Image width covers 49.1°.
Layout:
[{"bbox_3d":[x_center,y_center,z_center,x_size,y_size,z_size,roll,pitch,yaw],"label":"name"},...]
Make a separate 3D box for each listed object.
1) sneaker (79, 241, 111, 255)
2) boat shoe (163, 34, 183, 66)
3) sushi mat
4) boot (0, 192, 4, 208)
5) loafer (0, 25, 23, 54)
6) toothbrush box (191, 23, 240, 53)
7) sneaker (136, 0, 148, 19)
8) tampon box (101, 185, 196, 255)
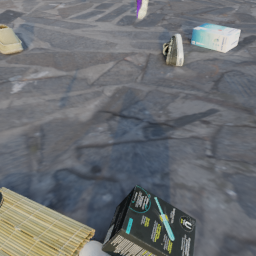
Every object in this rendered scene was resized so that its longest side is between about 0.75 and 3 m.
[{"bbox_3d":[-0.238,2.388,4.243,0.722,0.761,1.891,-21,38,-23],"label":"sneaker"},{"bbox_3d":[1.985,-3.589,12.593,0.794,0.882,2.494,3,37,2],"label":"boat shoe"},{"bbox_3d":[-1.993,1.879,5.172,2.655,0.161,1.270,12,38,30],"label":"sushi mat"},{"bbox_3d":[-2.087,1.204,4.098,0.297,0.531,0.767,9,49,-9],"label":"boot"},{"bbox_3d":[-5.900,-4.333,13.603,1.018,0.919,2.691,-23,41,-29],"label":"loafer"},{"bbox_3d":[4.355,-4.536,13.988,1.916,0.817,1.403,28,44,32],"label":"toothbrush box"},{"bbox_3d":[0.469,-4.473,10.226,0.324,0.932,0.464,-4,32,-37],"label":"sneaker"},{"bbox_3d":[0.380,1.777,4.677,1.252,0.790,0.938,31,38,-5],"label":"tampon box"}]
